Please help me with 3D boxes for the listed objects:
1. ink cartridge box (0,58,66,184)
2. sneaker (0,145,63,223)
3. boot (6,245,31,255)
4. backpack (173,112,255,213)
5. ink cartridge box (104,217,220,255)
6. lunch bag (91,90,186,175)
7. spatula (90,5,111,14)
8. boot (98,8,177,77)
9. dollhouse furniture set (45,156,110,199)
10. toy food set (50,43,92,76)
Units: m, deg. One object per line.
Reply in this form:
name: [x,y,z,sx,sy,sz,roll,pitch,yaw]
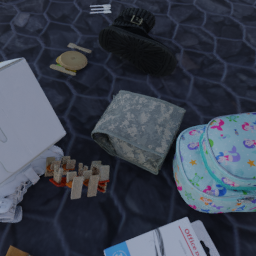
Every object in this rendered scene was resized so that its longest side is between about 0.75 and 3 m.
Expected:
ink cartridge box: [-3.410,-0.238,6.859,2.912,2.116,2.106,9,41,48]
sneaker: [-2.734,1.493,7.186,2.545,0.956,1.462,-23,58,-9]
boot: [-2.970,3.475,5.918,1.868,0.680,1.985,14,55,11]
backpack: [2.507,0.886,7.071,2.654,1.998,2.356,-7,54,2]
ink cartridge box: [0.904,2.983,6.153,2.538,0.846,1.470,-18,56,-12]
lunch bag: [0.254,0.007,8.023,2.183,1.283,1.790,24,58,10]
spatula: [-1.239,-5.348,12.599,0.944,0.076,0.656,-5,60,-2]
boot: [0.663,-3.357,10.498,3.094,1.164,2.313,30,46,5]
dollhouse furniture set: [-1.180,1.272,6.918,1.454,0.757,1.470,2,11,-40]
toy food set: [-2.080,-2.475,10.436,1.129,0.328,1.635,20,51,5]
